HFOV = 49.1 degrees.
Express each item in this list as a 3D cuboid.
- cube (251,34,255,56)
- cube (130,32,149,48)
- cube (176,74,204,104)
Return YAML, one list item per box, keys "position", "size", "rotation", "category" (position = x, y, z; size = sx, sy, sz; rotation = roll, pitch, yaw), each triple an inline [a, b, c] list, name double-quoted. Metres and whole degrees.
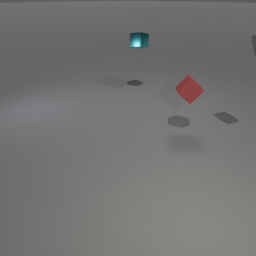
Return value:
- position: [4.531, -2.777, 9.006]
  size: [0.700, 0.700, 0.700]
  rotation: [-20, 13, -10]
  category: "cube"
- position: [0.572, -4.395, 14.085]
  size: [0.700, 0.700, 0.700]
  rotation: [11, 15, 35]
  category: "cube"
- position: [2.274, -1.446, 10.387]
  size: [0.700, 0.700, 0.700]
  rotation: [40, 20, -12]
  category: "cube"
